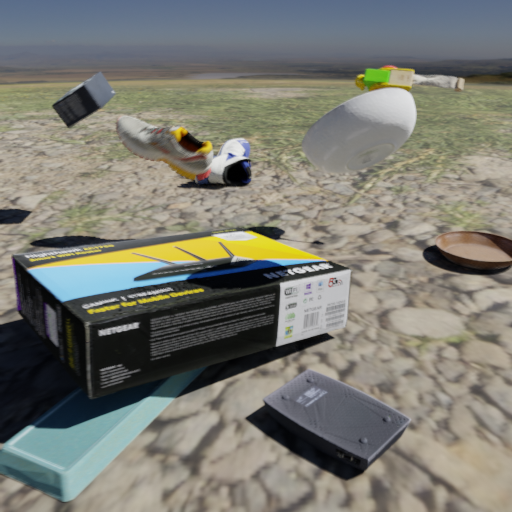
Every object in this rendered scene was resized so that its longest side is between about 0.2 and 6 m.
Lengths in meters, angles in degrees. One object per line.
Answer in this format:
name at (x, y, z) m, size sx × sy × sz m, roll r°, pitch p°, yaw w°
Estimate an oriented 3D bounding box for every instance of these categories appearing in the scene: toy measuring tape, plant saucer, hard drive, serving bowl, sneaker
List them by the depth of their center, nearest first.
hard drive at (0.867, 1.794, 6.225) m, size 1.411 × 0.299 × 0.952 m, roll 19°, pitch 29°, yaw 39°
serving bowl at (1.268, -1.359, 6.638) m, size 1.406 × 0.462 × 1.406 m, roll -18°, pitch -15°, yaw -5°
plant saucer at (-1.576, 1.628, 6.703) m, size 1.065 × 0.289 × 3.047 m, roll 10°, pitch 25°, yaw 24°
plant saucer at (4.282, -0.087, 10.821) m, size 1.635 × 0.299 × 1.635 m, roll 0°, pitch 21°, yaw 0°
sneaker at (-1.729, -2.265, 10.850) m, size 2.015 × 0.828 × 0.784 m, roll 23°, pitch 47°, yaw -2°
toy measuring tape at (3.005, -3.344, 11.152) m, size 2.085 × 0.767 × 0.767 m, roll 11°, pitch 24°, yaw 18°
sneaker at (-0.592, -2.562, 16.177) m, size 1.407 × 0.984 × 2.436 m, roll 15°, pitch 33°, yaw 23°

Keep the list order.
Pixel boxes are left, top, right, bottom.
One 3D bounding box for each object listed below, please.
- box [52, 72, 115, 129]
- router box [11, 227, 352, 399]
box at (-3.793, -3.448, 12.370) m, size 0.983 × 0.620 × 1.000 m, roll -22°, pitch 29°, yaw 20°
router box at (-1.040, 0.498, 7.861) m, size 3.854 × 0.984 × 2.874 m, roll -9°, pitch 20°, yaw -36°
